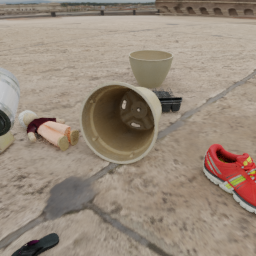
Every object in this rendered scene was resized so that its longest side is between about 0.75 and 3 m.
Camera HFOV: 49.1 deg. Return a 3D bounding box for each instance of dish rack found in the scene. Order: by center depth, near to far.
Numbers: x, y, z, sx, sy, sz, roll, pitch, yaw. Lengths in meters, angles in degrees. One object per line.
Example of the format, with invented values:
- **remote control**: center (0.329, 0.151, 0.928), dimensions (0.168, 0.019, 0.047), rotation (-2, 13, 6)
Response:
- **dish rack**: center (1.371, -1.502, 13.663), dimensions (2.037, 0.724, 2.656), rotation (-1, 28, -4)

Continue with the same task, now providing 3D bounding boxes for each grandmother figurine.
- **grandmother figurine**: center (-3.176, -0.035, 10.842), dimensions (2.825, 0.855, 1.713), rotation (21, 25, 29)

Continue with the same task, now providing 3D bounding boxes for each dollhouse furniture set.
- **dollhouse furniture set**: center (-5.497, 0.295, 10.196), dimensions (2.151, 1.429, 1.885), rotation (-15, 23, 20)

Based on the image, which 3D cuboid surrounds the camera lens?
- **camera lens**: center (-3.497, -0.649, 7.170), dimensions (1.279, 1.279, 1.598), rotation (-3, 47, -6)

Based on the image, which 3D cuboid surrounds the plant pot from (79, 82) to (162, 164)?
- **plant pot**: center (0.050, -0.443, 10.042), dimensions (2.719, 2.719, 2.489), rotation (10, 19, 18)

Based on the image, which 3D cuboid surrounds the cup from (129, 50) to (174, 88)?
- **cup**: center (1.263, -3.297, 15.879), dimensions (2.472, 1.768, 2.472), rotation (0, 29, 0)

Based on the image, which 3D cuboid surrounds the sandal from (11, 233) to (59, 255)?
- **sandal**: center (-2.128, 2.675, 6.289), dimensions (1.189, 0.285, 0.447), rotation (-23, 36, -36)

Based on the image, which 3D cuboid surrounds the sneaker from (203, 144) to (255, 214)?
- **sneaker**: center (3.278, 1.345, 7.762), dimensions (1.118, 1.233, 2.904), rotation (-20, 34, -33)
